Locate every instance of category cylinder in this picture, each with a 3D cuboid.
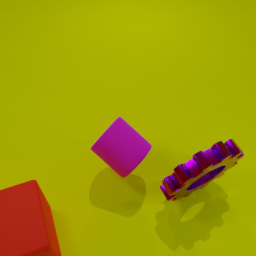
[{"bbox_3d":[-0.146,0.412,6.050,0.958,0.958,0.958,42,57,-2],"label":"cylinder"}]

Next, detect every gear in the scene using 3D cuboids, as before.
[{"bbox_3d":[1.510,0.902,5.763,1.782,1.782,0.330,-22,63,-18],"label":"gear"}]

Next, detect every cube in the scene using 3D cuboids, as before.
[{"bbox_3d":[-2.078,1.974,5.143,1.311,1.311,1.311,-17,54,-13],"label":"cube"}]
